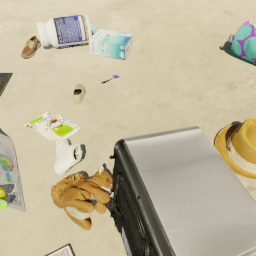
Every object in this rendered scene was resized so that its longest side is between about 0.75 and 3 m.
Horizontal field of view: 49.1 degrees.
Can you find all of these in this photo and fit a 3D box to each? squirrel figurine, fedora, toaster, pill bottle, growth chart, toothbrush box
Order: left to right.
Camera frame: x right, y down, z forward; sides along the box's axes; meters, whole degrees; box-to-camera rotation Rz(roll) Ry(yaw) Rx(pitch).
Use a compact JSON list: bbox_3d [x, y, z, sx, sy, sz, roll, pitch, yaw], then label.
[{"bbox_3d":[-2.109,-0.045,7.954,1.387,0.123,1.004,26,46,23],"label":"growth chart"},{"bbox_3d":[-2.507,-3.808,11.109,1.982,1.147,1.147,-12,45,-13],"label":"pill bottle"},{"bbox_3d":[-0.939,1.310,6.041,1.287,0.911,1.202,21,45,19],"label":"squirrel figurine"},{"bbox_3d":[-0.635,-3.292,10.956,1.482,0.632,1.085,13,45,15],"label":"toothbrush box"},{"bbox_3d":[0.676,1.533,4.725,1.615,2.462,2.722,-12,46,-15],"label":"toaster"},{"bbox_3d":[3.194,0.377,7.055,1.958,0.799,1.958,0,43,0],"label":"fedora"}]

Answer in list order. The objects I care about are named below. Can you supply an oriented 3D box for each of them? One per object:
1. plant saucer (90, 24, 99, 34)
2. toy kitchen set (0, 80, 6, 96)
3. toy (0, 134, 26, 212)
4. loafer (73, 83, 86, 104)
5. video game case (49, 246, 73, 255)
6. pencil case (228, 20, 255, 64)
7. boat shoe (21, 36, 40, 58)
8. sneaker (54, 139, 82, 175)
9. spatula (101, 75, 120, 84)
[{"bbox_3d":[-1.788,-4.273,12.282,1.017,0.196,1.017,0,43,0],"label":"plant saucer"},{"bbox_3d":[-5.199,-1.455,8.233,2.174,1.774,1.962,0,44,0],"label":"toy kitchen set"},{"bbox_3d":[-3.228,0.893,6.396,0.579,1.412,2.452,-43,48,6],"label":"toy"},{"bbox_3d":[-1.563,-1.164,8.980,0.357,0.322,0.942,-1,44,-1],"label":"loafer"},{"bbox_3d":[-1.562,2.911,4.916,1.513,0.136,1.083,-21,48,-20],"label":"video game case"},{"bbox_3d":[5.137,-2.790,9.928,1.239,1.346,2.912,-35,55,-30],"label":"pencil case"},{"bbox_3d":[-3.863,-3.192,10.964,0.496,0.471,1.311,4,44,4],"label":"boat shoe"},{"bbox_3d":[-1.406,0.555,6.858,0.688,0.438,1.190,-35,34,16],"label":"sneaker"},{"bbox_3d":[-0.607,-1.690,9.698,0.792,0.081,0.224,-32,52,-29],"label":"spatula"}]
